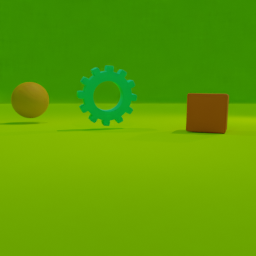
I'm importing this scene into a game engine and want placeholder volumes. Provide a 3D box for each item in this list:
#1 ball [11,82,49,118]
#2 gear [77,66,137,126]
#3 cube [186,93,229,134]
[{"bbox_3d":[-3.698,-1.050,10.609,1.365,1.365,1.365,0,5,0],"label":"ball"},{"bbox_3d":[-0.619,-0.958,8.379,1.747,1.747,0.323,-2,13,-18],"label":"gear"},{"bbox_3d":[2.206,-0.431,7.725,1.017,1.017,1.017,4,7,21],"label":"cube"}]
